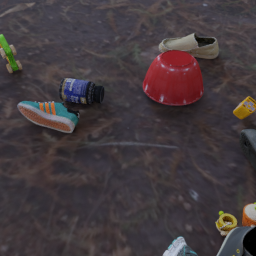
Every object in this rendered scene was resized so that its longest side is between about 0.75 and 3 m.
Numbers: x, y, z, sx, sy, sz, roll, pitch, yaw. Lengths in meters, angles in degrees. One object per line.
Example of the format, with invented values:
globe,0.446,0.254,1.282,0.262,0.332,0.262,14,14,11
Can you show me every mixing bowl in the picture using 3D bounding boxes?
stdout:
mixing bowl,1.733,-2.062,10.455,2.374,1.286,2.374,-1,44,1

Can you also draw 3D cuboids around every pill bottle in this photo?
pill bottle,-1.695,-1.342,10.431,1.539,0.861,0.861,9,53,7

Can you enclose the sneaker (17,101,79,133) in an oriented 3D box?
sneaker,-2.766,-0.557,9.929,2.200,0.785,0.879,20,52,6

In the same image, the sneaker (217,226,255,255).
sneaker,2.206,3.175,5.885,0.957,1.359,2.558,23,65,15

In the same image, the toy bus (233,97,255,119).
toy bus,4.012,-0.662,9.582,0.453,1.390,0.544,42,88,11

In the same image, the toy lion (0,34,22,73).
toy lion,-4.980,-3.188,11.444,0.570,1.659,1.591,-27,75,-18

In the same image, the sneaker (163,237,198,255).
sneaker,0.992,3.634,6.593,0.963,0.819,2.112,34,61,25

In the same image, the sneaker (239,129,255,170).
sneaker,4.713,1.099,8.364,1.674,1.117,2.922,-11,47,-1

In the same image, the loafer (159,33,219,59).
loafer,2.672,-3.649,12.202,2.626,0.896,0.993,3,52,2

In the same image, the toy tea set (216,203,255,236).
toy tea set,3.205,2.753,6.940,1.321,0.822,2.221,-9,34,-10
